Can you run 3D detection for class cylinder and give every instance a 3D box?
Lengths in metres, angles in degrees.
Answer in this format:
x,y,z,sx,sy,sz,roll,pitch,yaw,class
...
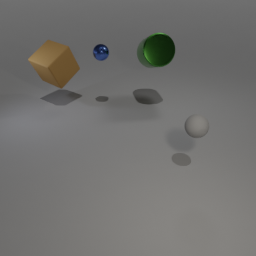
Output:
x,y,z,sx,sy,sz,roll,pitch,yaw,class
1.202,-3.374,12.333,1.400,1.400,1.400,-5,11,-9,cylinder

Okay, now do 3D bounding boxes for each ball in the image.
x,y,z,sx,sy,sz,roll,pitch,yaw,class
2.000,-0.056,8.142,0.700,0.700,0.700,0,29,0,ball
-1.153,-3.222,11.954,0.700,0.700,0.700,0,29,0,ball

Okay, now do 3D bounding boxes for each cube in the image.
x,y,z,sx,sy,sz,roll,pitch,yaw,class
-3.337,-2.914,12.790,1.400,1.400,1.400,25,67,29,cube
